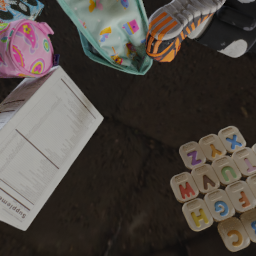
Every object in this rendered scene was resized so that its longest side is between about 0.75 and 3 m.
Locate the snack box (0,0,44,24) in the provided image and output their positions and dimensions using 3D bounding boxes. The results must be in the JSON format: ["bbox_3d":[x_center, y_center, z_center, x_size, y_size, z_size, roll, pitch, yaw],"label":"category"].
[{"bbox_3d":[-2.857,-2.855,6.593,1.157,0.369,1.991,31,34,-18],"label":"snack box"}]

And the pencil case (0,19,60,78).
[{"bbox_3d":[-2.576,-1.529,5.500,2.485,1.086,1.086,7,72,31],"label":"pencil case"}]

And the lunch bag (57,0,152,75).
[{"bbox_3d":[-0.515,-2.698,6.296,1.702,2.791,2.377,-31,41,9],"label":"lunch bag"}]

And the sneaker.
[{"bbox_3d":[0.895,-1.780,4.780,1.712,0.959,0.664,-37,77,-18],"label":"sneaker"}]

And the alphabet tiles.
[{"bbox_3d":[1.888,0.992,5.037,2.078,0.152,2.033,-21,66,-3],"label":"alphabet tiles"}]

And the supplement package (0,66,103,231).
[{"bbox_3d":[-2.045,0.308,5.561,1.550,1.493,2.725,52,54,-30],"label":"supplement package"}]

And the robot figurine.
[{"bbox_3d":[2.448,-2.681,7.014,2.291,1.721,1.430,20,69,-8],"label":"robot figurine"}]
